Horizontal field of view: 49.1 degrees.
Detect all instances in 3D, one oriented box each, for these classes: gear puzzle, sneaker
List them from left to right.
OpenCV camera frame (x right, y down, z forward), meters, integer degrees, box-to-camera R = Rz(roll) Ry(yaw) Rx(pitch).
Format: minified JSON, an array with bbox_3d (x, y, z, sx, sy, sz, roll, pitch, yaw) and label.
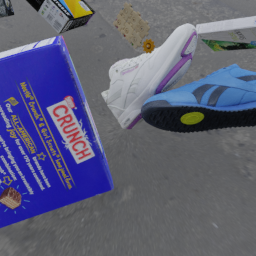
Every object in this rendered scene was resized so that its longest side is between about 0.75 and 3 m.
[{"bbox_3d":[0.131,-1.332,3.830,0.102,0.405,0.781,-18,64,-50],"label":"gear puzzle"},{"bbox_3d":[0.250,-1.061,5.455,1.293,2.596,0.972,50,42,10],"label":"sneaker"},{"bbox_3d":[1.520,-0.571,5.048,2.659,0.877,1.043,-5,62,-4],"label":"sneaker"}]

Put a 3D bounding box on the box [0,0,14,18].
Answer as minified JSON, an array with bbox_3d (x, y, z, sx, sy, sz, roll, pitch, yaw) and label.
[{"bbox_3d":[-3.453,-3.466,7.453,0.410,0.952,0.780,-12,23,-3],"label":"box"}]

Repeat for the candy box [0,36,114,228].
[{"bbox_3d":[-2.003,0.231,4.381,2.994,2.532,1.153,-17,28,-3],"label":"candy box"}]

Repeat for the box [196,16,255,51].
[{"bbox_3d":[2.737,-2.367,7.202,1.657,0.301,1.196,12,-3,45],"label":"box"}]

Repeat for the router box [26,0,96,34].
[{"bbox_3d":[-2.500,-4.324,8.939,2.599,0.664,1.938,45,33,-7],"label":"router box"}]
